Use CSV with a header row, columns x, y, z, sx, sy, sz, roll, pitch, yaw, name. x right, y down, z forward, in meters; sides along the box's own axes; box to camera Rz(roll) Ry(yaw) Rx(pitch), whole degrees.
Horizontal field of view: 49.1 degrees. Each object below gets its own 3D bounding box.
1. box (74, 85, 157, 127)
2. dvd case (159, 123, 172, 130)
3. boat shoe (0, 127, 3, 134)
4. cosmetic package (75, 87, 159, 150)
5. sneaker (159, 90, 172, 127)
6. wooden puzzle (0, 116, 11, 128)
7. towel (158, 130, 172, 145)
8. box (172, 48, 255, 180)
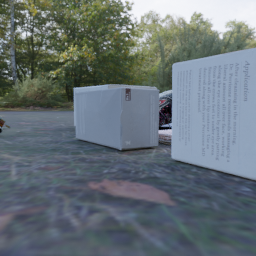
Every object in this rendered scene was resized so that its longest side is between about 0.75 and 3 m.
x,y,z,sx,sy,sz,roll,pitch,yaw,name
-0.532,-0.840,11.360,2.515,1.644,2.502,-4,6,-40,box
1.902,0.013,9.673,1.861,0.229,2.608,-4,6,-35,dvd case
-4.027,0.059,7.676,0.445,0.436,1.249,-2,-1,29,boat shoe
-0.358,-0.260,6.513,1.072,1.270,2.377,-2,7,-35,cosmetic package
0.961,-0.402,8.668,2.665,1.074,0.995,-24,16,-19,sneaker
-5.128,-0.393,10.712,1.405,0.099,0.833,36,-34,-17,wooden puzzle
1.439,0.209,6.898,1.588,0.268,1.662,-3,6,-31,towel
2.366,-0.209,3.758,2.244,1.567,2.948,-3,5,-32,box
